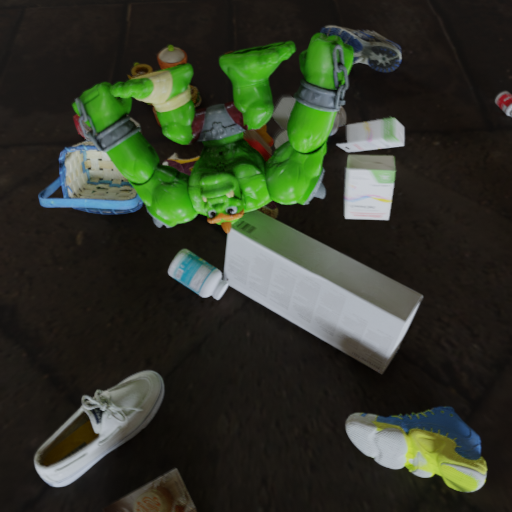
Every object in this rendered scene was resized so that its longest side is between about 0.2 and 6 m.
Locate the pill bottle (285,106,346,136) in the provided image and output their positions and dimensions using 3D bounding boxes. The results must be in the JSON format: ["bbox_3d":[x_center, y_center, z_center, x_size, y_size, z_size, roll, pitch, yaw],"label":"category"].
[{"bbox_3d":[1.406,-3.154,13.224,1.376,0.763,0.763,-17,55,-13],"label":"pill bottle"}]

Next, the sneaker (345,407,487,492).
[{"bbox_3d":[2.518,2.799,8.797,2.158,0.817,1.133,23,43,10],"label":"sneaker"}]

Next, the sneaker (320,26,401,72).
[{"bbox_3d":[2.857,-5.688,15.220,2.316,0.892,0.987,25,46,9],"label":"sneaker"}]

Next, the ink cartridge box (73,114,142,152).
[{"bbox_3d":[-3.485,-2.985,13.223,0.985,0.556,1.343,-37,61,-25],"label":"ink cartridge box"}]

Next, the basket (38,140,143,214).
[{"bbox_3d":[-3.108,-1.507,11.389,1.901,1.500,2.156,4,27,5],"label":"basket"}]

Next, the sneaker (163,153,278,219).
[{"bbox_3d":[-0.775,-1.514,11.800,2.791,1.046,1.258,16,60,11],"label":"sneaker"}]

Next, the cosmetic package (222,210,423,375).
[{"bbox_3d":[1.046,0.558,9.948,3.436,1.418,0.870,29,44,20],"label":"cosmetic package"}]

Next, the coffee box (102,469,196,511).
[{"bbox_3d":[-1.531,3.743,8.165,1.170,0.467,0.669,-25,57,-18],"label":"coffee box"}]

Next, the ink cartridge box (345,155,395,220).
[{"bbox_3d":[1.893,-1.034,9.456,0.767,1.310,0.441,2,45,8],"label":"ink cartridge box"}]

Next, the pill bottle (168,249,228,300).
[{"bbox_3d":[-1.063,0.380,10.475,1.074,0.595,0.595,33,58,7],"label":"pill bottle"}]

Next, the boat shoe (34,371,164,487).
[{"bbox_3d":[-2.450,2.520,8.763,2.326,0.991,0.859,-36,61,-24],"label":"boat shoe"}]

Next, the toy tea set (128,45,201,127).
[{"bbox_3d":[-2.239,-4.367,14.018,1.547,0.963,2.601,-19,55,-14],"label":"toy tea set"}]

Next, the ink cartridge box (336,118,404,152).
[{"bbox_3d":[2.542,-2.681,12.523,1.348,0.789,0.454,-2,85,29],"label":"ink cartridge box"}]

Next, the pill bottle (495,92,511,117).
[{"bbox_3d":[6.293,-3.730,13.905,0.384,0.384,0.685,-16,54,-12],"label":"pill bottle"}]

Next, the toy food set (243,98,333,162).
[{"bbox_3d":[0.541,-2.385,11.821,2.790,1.255,1.332,17,73,46],"label":"toy food set"}]

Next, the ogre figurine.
[{"bbox_3d":[-0.553,-1.955,9.546,4.549,2.727,2.232,-17,25,-5],"label":"ogre figurine"}]
